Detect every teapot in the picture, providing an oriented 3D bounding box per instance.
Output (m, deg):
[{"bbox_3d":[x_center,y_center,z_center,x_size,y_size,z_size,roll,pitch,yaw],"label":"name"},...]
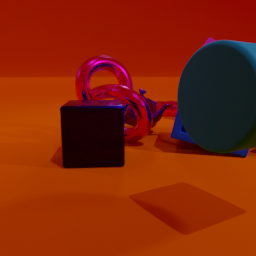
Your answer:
[{"bbox_3d":[0.272,-0.494,7.023,1.946,0.953,1.210,20,2,44],"label":"teapot"}]

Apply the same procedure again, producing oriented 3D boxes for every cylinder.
[{"bbox_3d":[1.071,-0.278,2.501,0.909,0.909,0.909,-5,12,-31],"label":"cylinder"}]

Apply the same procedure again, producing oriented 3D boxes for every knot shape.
[{"bbox_3d":[-0.340,-0.389,5.852,1.831,1.957,0.904,28,4,9],"label":"knot shape"}]

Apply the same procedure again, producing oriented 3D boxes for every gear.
[{"bbox_3d":[1.729,-0.734,10.405,2.002,0.370,2.002,0,11,0],"label":"gear"}]

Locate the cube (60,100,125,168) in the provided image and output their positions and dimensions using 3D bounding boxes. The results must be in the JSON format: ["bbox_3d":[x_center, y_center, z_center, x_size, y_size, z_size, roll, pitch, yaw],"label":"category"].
[{"bbox_3d":[-0.577,0.056,4.835,0.992,0.992,0.992,-1,11,-4],"label":"cube"}]

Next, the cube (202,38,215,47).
[{"bbox_3d":[2.711,-1.611,8.349,1.306,1.306,1.306,20,24,-45],"label":"cube"}]

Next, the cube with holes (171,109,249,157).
[{"bbox_3d":[1.725,-0.440,5.560,1.383,1.383,1.383,15,14,9],"label":"cube with holes"}]
